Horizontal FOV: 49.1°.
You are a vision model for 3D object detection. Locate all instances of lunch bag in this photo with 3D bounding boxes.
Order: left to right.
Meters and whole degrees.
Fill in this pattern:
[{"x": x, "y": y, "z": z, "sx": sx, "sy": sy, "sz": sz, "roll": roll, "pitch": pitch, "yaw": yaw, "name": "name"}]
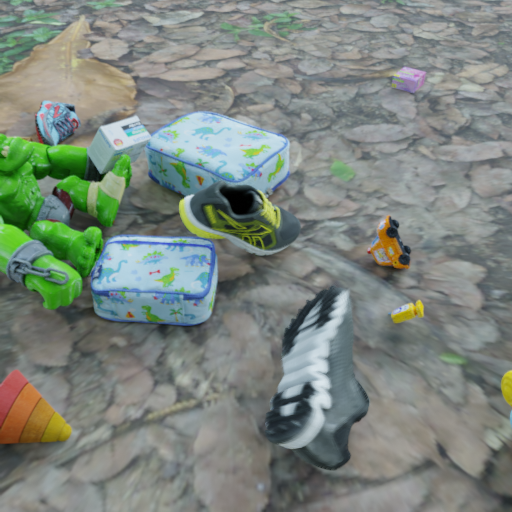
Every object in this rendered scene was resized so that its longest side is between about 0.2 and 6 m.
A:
[{"x": -1.725, "y": 0.345, "z": 9.685, "sx": 2.066, "sy": 0.852, "sz": 1.661, "roll": 4, "pitch": 38, "yaw": 2, "name": "lunch bag"}, {"x": -0.791, "y": -2.105, "z": 12.213, "sx": 2.823, "sy": 1.164, "sz": 2.270, "roll": 24, "pitch": 48, "yaw": 26, "name": "lunch bag"}]

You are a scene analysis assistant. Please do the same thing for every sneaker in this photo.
[{"x": -4.882, "y": -3.312, "z": 13.880, "sx": 0.982, "sy": 0.815, "sz": 2.056, "roll": -5, "pitch": 42, "yaw": -8, "name": "sneaker"}, {"x": -0.056, "y": -0.665, "z": 9.979, "sx": 2.578, "sy": 1.091, "sz": 0.960, "roll": 6, "pitch": 66, "yaw": -39, "name": "sneaker"}, {"x": 1.004, "y": 1.702, "z": 7.899, "sx": 0.980, "sy": 1.334, "sz": 2.949, "roll": -28, "pitch": 24, "yaw": 33, "name": "sneaker"}]

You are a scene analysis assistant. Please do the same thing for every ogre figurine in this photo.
[{"x": -3.999, "y": -0.942, "z": 10.323, "sx": 2.686, "sy": 2.198, "sz": 4.480, "roll": 15, "pitch": 56, "yaw": -9, "name": "ogre figurine"}]

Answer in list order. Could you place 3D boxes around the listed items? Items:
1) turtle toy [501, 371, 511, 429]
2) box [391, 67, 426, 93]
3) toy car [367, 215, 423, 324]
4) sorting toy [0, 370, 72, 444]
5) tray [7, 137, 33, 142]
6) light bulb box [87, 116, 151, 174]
[{"x": 4.261, "y": 2.440, "z": 6.845, "sx": 1.995, "sy": 1.384, "sz": 2.738, "roll": -7, "pitch": 42, "yaw": -8, "name": "turtle toy"}, {"x": 4.425, "y": -5.109, "z": 16.253, "sx": 0.686, "sy": 0.377, "sz": 0.779, "roll": 25, "pitch": 48, "yaw": 26, "name": "box"}, {"x": 2.317, "y": 0.199, "z": 9.794, "sx": 0.709, "sy": 1.045, "sz": 2.131, "roll": -23, "pitch": 28, "yaw": 23, "name": "toy car"}, {"x": -3.239, "y": 2.926, "z": 6.839, "sx": 1.103, "sy": 1.110, "sz": 3.201, "roll": 24, "pitch": 40, "yaw": -8, "name": "sorting toy"}, {"x": -5.869, "y": -2.135, "z": 12.890, "sx": 0.918, "sy": 0.345, "sz": 1.861, "roll": 0, "pitch": 40, "yaw": 0, "name": "tray"}, {"x": -2.769, "y": -2.235, "z": 11.298, "sx": 0.926, "sy": 0.934, "sz": 0.583, "roll": -32, "pitch": 86, "yaw": -40, "name": "light bulb box"}]
